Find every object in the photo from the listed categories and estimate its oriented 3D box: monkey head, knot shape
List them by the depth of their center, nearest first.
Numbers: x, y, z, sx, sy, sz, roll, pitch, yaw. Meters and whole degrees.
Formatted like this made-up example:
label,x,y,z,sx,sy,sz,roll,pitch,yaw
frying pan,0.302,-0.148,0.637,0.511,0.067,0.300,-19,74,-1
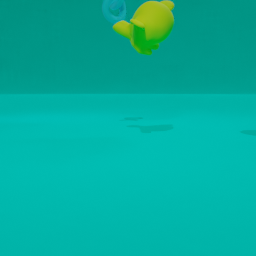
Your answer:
label,x,y,z,sx,sy,sz,roll,pitch,yaw
monkey head,0.375,-2.569,6.853,1.404,1.176,1.952,31,46,10
knot shape,-0.330,-3.902,8.650,0.659,1.334,1.425,18,1,6
